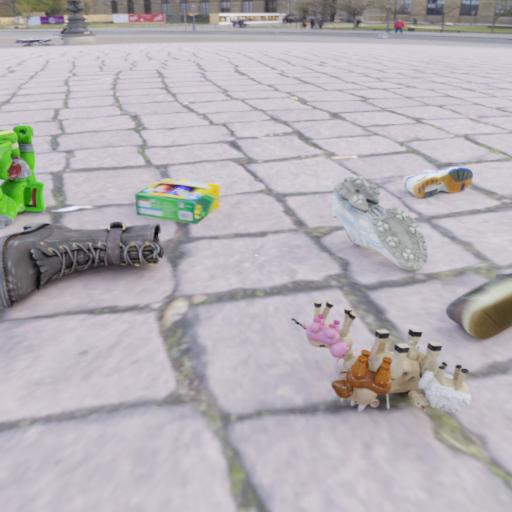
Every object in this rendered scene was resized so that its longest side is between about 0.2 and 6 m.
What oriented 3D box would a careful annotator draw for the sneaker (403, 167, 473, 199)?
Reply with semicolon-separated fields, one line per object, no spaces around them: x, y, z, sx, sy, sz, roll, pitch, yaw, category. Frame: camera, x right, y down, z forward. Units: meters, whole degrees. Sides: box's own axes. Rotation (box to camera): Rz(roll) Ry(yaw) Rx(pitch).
4.373;-1.877;13.490;1.751;0.659;0.772;-10;28;-20;sneaker

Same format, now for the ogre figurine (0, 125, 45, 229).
-5.307;-1.693;11.978;1.370;1.674;2.793;-12;27;-15;ogre figurine

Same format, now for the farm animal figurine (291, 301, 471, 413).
1.416;1.347;6.804;1.782;0.940;1.802;8;17;-12;farm animal figurine

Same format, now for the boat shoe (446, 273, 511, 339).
3.798;0.557;8.372;2.192;0.802;0.710;-14;26;-26;boat shoe

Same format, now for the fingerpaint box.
-1.709;-1.249;12.352;1.463;0.537;1.221;10;28;20;fingerpaint box

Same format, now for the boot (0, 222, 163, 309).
-2.818;-0.054;9.445;2.452;0.975;2.817;-1;24;-2;boot

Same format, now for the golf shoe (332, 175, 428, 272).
2.246;-0.458;10.424;0.878;1.090;2.242;-24;62;-25;golf shoe
